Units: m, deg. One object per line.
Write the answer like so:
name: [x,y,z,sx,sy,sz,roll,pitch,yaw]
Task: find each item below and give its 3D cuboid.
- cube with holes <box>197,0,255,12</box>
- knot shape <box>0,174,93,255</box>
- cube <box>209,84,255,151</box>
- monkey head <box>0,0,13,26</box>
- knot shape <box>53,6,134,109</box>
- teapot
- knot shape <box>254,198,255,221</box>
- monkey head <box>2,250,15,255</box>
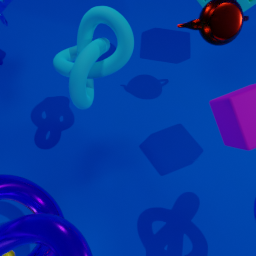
cube with holes: [2.303,-3.402,6.740,1.108,1.108,1.108,-29,45,34]
knot shape: [-1.163,1.431,2.839,1.854,0.915,1.981,16,43,21]
cube: [2.254,-0.241,5.168,0.966,0.966,0.966,-21,93,-3]
monkey head: [-3.117,-2.871,6.163,0.988,1.639,1.179,-36,57,16]
knot shape: [-0.605,-1.330,4.977,0.811,1.643,1.756,24,36,-35]
teapot: [1.771,-2.150,5.683,1.482,0.921,0.726,-9,22,-7]
knot shape: [2.302,1.481,3.794,0.911,1.846,1.972,21,83,12]
monkey head: [-2.668,2.148,4.108,1.779,1.072,1.280,5,104,6]
